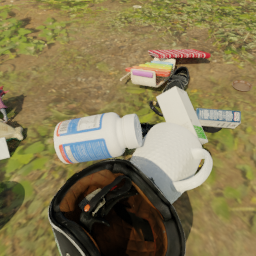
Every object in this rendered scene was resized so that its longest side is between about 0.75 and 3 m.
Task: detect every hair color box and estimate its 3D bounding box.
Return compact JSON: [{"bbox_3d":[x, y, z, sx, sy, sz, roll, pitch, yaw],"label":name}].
[{"bbox_3d":[3.036,-0.334,9.653,1.460,0.730,0.442,5,77,5],"label":"hair color box"}]

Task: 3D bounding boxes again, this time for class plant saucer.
[{"bbox_3d":[5.049,-1.846,12.416,0.868,0.149,0.868,0,41,0],"label":"plant saucer"}]

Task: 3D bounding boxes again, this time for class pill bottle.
[{"bbox_3d":[-0.760,0.246,7.525,2.155,1.209,1.209,-9,40,14],"label":"pill bottle"}]

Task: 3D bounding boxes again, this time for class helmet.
[{"bbox_3d":[-0.183,2.262,6.054,2.747,2.619,2.747,-24,22,11],"label":"helmet"}]

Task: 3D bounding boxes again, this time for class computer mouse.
[{"bbox_3d":[2.153,-0.569,10.717,2.984,0.508,0.875,20,47,20],"label":"computer mouse"}]

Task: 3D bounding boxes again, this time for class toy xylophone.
[{"bbox_3d":[0.884,-2.463,12.198,2.155,0.740,2.944,9,26,15],"label":"toy xylophone"}]

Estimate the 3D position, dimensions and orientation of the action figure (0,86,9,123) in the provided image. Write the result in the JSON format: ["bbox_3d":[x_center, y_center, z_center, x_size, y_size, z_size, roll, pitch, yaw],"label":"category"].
[{"bbox_3d":[-5.364,-0.851,10.308,1.523,1.693,2.274,14,58,24],"label":"action figure"}]

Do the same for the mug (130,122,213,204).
[{"bbox_3d":[1.128,1.115,7.638,2.414,1.782,2.117,-10,29,42],"label":"mug"}]

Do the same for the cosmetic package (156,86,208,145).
[{"bbox_3d":[1.734,-0.278,9.036,1.012,0.798,1.881,7,59,-57],"label":"cosmetic package"}]

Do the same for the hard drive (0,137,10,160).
[{"bbox_3d":[-4.498,0.754,9.186,1.050,0.692,0.138,-13,9,-13],"label":"hard drive"}]

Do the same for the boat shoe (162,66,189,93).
[{"bbox_3d":[2.071,-1.859,11.982,0.913,0.761,2.446,18,46,16],"label":"boat shoe"}]

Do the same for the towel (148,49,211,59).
[{"bbox_3d":[2.464,-3.592,13.676,2.611,0.294,1.888,-4,22,-11],"label":"towel"}]

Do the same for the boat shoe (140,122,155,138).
[{"bbox_3d":[0.583,0.030,10.085,1.468,0.487,0.548,-4,42,-5],"label":"boat shoe"}]

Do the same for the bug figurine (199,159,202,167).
[{"bbox_3d":[1.762,0.622,9.466,1.375,0.456,1.773,-6,46,3],"label":"bug figurine"}]

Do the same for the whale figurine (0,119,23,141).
[{"bbox_3d":[-4.474,0.238,9.811,1.481,0.769,1.178,4,48,-31],"label":"whale figurine"}]
